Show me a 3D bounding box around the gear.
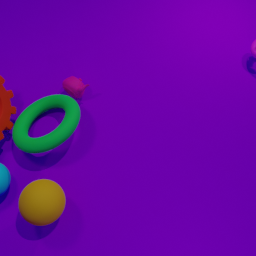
[{"bbox_3d":[-3.893,-0.583,7.466,0.371,2.006,2.006,-4,64,24],"label":"gear"}]

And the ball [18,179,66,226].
[{"bbox_3d":[-2.115,1.832,6.930,1.114,1.114,1.114,0,66,0],"label":"ball"}]

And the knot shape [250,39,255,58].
[{"bbox_3d":[4.718,-2.564,8.933,1.231,1.315,0.608,54,38,4],"label":"knot shape"}]

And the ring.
[{"bbox_3d":[-2.349,-0.165,8.056,2.080,0.416,2.080,-12,47,13],"label":"ring"}]

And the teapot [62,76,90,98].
[{"bbox_3d":[-1.626,-1.306,8.732,1.182,0.735,0.579,22,70,45],"label":"teapot"}]

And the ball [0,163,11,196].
[{"bbox_3d":[-3.649,1.384,7.417,1.000,1.000,1.000,0,66,0],"label":"ball"}]
